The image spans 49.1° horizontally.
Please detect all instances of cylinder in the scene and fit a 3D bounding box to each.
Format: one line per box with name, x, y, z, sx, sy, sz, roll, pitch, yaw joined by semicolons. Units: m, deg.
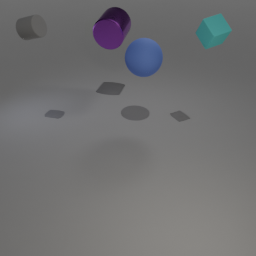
cylinder;-0.692;-4.440;12.468;1.400;1.400;1.400;8;44;13
cylinder;-3.125;-3.254;9.082;0.700;0.700;0.700;-1;28;26

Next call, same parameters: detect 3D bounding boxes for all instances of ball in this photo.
ball;0.582;-2.595;10.351;1.400;1.400;1.400;0;30;0

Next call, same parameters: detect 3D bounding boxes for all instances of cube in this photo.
cube;2.731;-3.091;8.988;0.700;0.700;0.700;-22;75;-15
